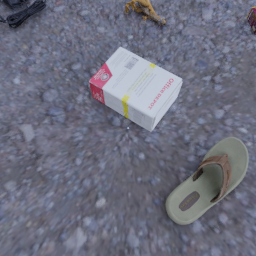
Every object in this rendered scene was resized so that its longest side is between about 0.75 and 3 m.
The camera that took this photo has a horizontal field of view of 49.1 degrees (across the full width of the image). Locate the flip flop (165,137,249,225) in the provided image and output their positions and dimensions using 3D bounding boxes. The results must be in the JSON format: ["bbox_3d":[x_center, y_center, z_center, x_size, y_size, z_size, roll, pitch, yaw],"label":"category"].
[{"bbox_3d":[2.063,1.258,7.011,2.804,0.807,1.137,-37,68,-18],"label":"flip flop"}]

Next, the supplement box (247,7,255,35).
[{"bbox_3d":[4.580,-3.776,9.845,0.377,0.485,0.880,-8,63,-4],"label":"supplement box"}]

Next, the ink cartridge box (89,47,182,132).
[{"bbox_3d":[0.227,-1.144,8.213,2.187,0.912,1.588,32,67,15],"label":"ink cartridge box"}]

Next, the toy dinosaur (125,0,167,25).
[{"bbox_3d":[0.548,-4.557,10.257,1.318,0.749,2.481,-15,71,-28],"label":"toy dinosaur"}]

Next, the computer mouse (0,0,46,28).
[{"bbox_3d":[-4.463,-4.675,10.307,2.670,0.614,1.874,39,69,10],"label":"computer mouse"}]
